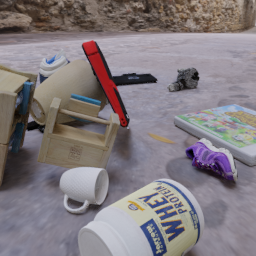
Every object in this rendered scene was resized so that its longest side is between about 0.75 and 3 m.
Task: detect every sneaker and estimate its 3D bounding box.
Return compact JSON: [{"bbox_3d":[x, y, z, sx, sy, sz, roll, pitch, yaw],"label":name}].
[{"bbox_3d":[-2.087,-2.058,10.817,2.623,1.920,1.057,-12,26,-27],"label":"sneaker"},{"bbox_3d":[1.781,0.761,6.099,0.658,0.636,1.577,-21,18,-11],"label":"sneaker"}]

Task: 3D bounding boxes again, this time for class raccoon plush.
[{"bbox_3d":[2.296,-2.295,12.831,1.951,0.944,1.307,-12,18,-26],"label":"raccoon plush"}]

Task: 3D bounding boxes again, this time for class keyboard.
[{"bbox_3d":[0.208,-2.425,13.856,2.241,0.287,1.346,-7,30,-18],"label":"keyboard"}]

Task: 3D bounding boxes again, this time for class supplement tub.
[{"bbox_3d":[0.192,1.401,3.728,1.456,1.056,1.056,-19,29,-39],"label":"supplement tub"}]

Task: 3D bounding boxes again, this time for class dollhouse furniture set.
[{"bbox_3d":[-1.913,0.100,6.107,2.884,2.021,2.033,15,20,-12],"label":"dollhouse furniture set"}]

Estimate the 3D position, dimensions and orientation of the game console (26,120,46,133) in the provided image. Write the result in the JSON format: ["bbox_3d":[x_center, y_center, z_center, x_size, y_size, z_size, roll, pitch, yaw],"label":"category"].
[{"bbox_3d":[-2.549,-0.007,8.259,0.722,0.148,1.224,-18,27,-36],"label":"game console"}]

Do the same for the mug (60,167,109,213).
[{"bbox_3d":[-0.853,1.122,5.087,0.758,0.638,0.864,3,53,19],"label":"mug"}]

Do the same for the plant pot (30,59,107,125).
[{"bbox_3d":[-1.987,-0.904,8.523,1.837,1.837,1.962,18,38,36],"label":"plant pot"}]

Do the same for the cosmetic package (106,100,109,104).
[{"bbox_3d":[-1.181,-1.146,10.416,0.723,0.610,1.353,18,26,34],"label":"cosmetic package"}]

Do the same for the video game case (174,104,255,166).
[{"bbox_3d":[3.213,0.013,7.973,2.631,0.319,2.890,-12,25,-26],"label":"video game case"}]

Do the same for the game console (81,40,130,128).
[{"bbox_3d":[-0.489,-1.035,7.204,0.373,2.127,2.405,-22,3,3],"label":"game console"}]
